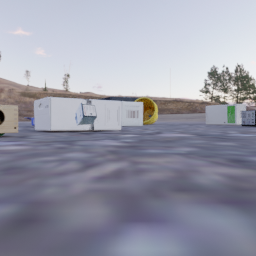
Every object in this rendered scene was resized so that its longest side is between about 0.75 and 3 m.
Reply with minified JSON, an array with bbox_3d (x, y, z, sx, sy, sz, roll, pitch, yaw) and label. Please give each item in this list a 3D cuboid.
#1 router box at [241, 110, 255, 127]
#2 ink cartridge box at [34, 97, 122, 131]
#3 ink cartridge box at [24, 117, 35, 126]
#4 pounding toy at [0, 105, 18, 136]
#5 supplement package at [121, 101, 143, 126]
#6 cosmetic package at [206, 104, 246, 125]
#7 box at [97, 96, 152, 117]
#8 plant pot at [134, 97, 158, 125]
[{"bbox_3d":[4.717,-0.290,8.386,1.586,0.527,2.017,0,2,-17],"label":"router box"},{"bbox_3d":[-0.950,-0.238,5.264,1.370,0.588,1.003,-2,2,-33],"label":"ink cartridge box"},{"bbox_3d":[-2.556,-0.190,9.154,1.428,0.300,0.852,3,-1,-4],"label":"ink cartridge box"},{"bbox_3d":[-1.740,-0.081,3.232,0.843,0.386,0.741,-1,2,-36],"label":"pounding toy"},{"bbox_3d":[-0.180,-0.512,10.371,0.876,0.879,1.498,-1,2,-28],"label":"supplement package"},{"bbox_3d":[4.560,-0.619,13.143,0.752,0.954,1.772,-3,1,-34],"label":"cosmetic package"},{"bbox_3d":[-0.262,-0.932,15.580,2.405,1.491,2.365,-1,3,-23],"label":"box"},{"bbox_3d":[0.904,-0.712,13.549,1.272,1.272,1.196,1,-13,23],"label":"plant pot"}]
